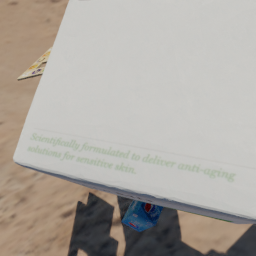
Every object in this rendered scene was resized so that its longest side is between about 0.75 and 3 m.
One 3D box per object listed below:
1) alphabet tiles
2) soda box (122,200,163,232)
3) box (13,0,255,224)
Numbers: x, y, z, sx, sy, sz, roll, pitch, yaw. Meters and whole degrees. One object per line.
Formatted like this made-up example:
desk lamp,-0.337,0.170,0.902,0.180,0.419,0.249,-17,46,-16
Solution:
alphabet tiles,-1.022,-1.222,4.530,1.118,0.050,1.338,-7,38,26
soda box,0.230,1.430,4.745,0.400,1.246,0.423,28,64,3
box,0.477,-0.259,3.493,2.382,2.051,2.394,10,73,18
